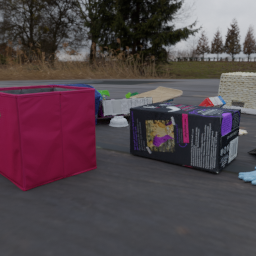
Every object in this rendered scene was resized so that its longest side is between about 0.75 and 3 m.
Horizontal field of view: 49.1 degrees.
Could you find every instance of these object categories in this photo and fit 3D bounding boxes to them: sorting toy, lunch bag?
[{"bbox_3d":[1.112,-1.588,14.246,2.076,0.413,2.808,-25,26,-27],"label":"sorting toy"},{"bbox_3d":[-2.307,-0.799,11.070,2.271,1.502,1.543,-5,29,-27],"label":"lunch bag"}]

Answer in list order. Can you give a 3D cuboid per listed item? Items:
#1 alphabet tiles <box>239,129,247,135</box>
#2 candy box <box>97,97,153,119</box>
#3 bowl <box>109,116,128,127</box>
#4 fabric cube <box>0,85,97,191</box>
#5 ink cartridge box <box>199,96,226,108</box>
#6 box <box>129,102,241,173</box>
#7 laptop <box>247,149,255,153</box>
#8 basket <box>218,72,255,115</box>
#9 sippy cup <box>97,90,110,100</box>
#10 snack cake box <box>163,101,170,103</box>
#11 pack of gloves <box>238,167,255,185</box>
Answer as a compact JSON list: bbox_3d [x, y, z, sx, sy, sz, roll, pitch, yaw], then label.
[{"bbox_3d":[3.752,0.107,10.187,1.022,0.076,1.045,-9,16,-33],"label":"alphabet tiles"},{"bbox_3d":[-0.311,-0.882,12.338,2.407,0.734,1.641,-6,1,-28],"label":"candy box"},{"bbox_3d":[-0.376,-0.283,11.306,0.786,0.353,0.786,-1,12,0],"label":"bowl"},{"bbox_3d":[-1.994,0.035,6.390,1.860,1.890,1.896,14,18,43],"label":"fabric cube"},{"bbox_3d":[3.839,-1.017,13.261,1.472,0.495,0.855,-10,-29,-39],"label":"ink cartridge box"},{"bbox_3d":[1.430,0.116,7.282,2.476,1.313,1.514,10,16,37],"label":"box"},{"bbox_3d":[3.677,0.777,7.290,0.765,0.474,0.817,0,-16,-1],"label":"laptop"},{"bbox_3d":[6.294,-1.884,14.786,2.451,1.989,2.473,13,20,42],"label":"basket"},{"bbox_3d":[-1.831,-1.407,14.359,1.809,1.421,1.326,18,9,29],"label":"sippy cup"},{"bbox_3d":[1.312,-1.213,14.689,1.155,0.675,2.008,-1,13,-13],"label":"snack cake box"},{"bbox_3d":[3.232,0.985,5.736,1.618,0.319,1.359,-6,13,-23],"label":"pack of gloves"}]
